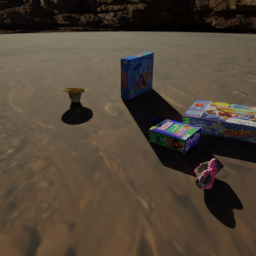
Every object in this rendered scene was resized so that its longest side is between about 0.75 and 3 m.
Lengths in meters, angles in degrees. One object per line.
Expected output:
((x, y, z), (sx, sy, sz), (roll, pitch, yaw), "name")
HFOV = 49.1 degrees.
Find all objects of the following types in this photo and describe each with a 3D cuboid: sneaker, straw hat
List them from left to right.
((-2.261, -1.384, 11.979), (1.291, 0.546, 1.291), (3, 14, -1), "straw hat")
((1.757, 1.094, 6.590), (0.519, 0.430, 1.089), (-10, 13, 37), "sneaker")

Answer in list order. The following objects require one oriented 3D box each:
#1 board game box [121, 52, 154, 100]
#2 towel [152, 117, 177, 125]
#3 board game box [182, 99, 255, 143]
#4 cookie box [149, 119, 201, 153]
((0.459, -2.474, 12.960), (0.523, 1.769, 2.326), (14, 26, 28), "board game box")
((1.257, -0.178, 9.685), (0.768, 0.190, 0.567), (11, 20, 23), "towel")
((3.525, -0.269, 9.428), (2.987, 0.515, 2.022), (11, 26, 24), "board game box")
((1.404, 0.203, 8.413), (1.223, 0.460, 1.046), (16, 30, 34), "cookie box")
